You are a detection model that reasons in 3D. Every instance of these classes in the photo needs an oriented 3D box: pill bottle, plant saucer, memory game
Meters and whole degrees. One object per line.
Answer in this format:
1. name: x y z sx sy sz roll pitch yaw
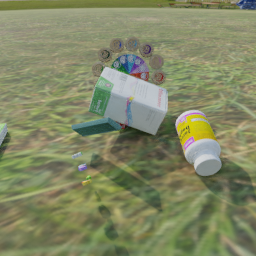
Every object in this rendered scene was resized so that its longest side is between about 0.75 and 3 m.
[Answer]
1. pill bottle: 1.771 0.361 7.005 0.856 0.856 1.642 -3 42 -5
2. plant saucer: -0.840 0.002 7.150 1.445 0.505 0.137 -11 55 40
3. memory game: 0.038 -1.885 9.765 2.654 2.654 0.169 -2 -1 -4

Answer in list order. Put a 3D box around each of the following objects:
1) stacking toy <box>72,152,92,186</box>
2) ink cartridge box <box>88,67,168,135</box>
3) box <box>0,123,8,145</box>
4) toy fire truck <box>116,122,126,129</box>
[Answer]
1. stacking toy: -0.963 0.836 5.887 0.199 0.639 0.848 -20 0 -8
2. ink cartridge box: 0.063 -0.850 8.543 2.141 0.937 1.555 18 34 -3
3. box: -4.419 0.316 7.861 1.716 0.312 1.238 -4 29 -6
4. toy fire truck: -0.336 -0.335 8.927 0.726 0.251 1.029 15 25 3
